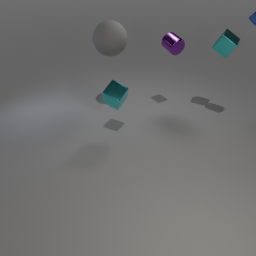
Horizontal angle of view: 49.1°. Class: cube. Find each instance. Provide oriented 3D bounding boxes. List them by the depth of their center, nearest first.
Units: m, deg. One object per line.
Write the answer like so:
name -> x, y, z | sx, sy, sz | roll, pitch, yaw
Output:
cube -> -0.471, -1.223, 10.416 | 0.700, 0.700, 0.700 | 29, 65, 9
cube -> 3.909, -3.366, 11.150 | 0.700, 0.700, 0.700 | 38, 48, 0

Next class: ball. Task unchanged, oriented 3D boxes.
ball -> -0.725, -3.608, 11.306 | 1.400, 1.400, 1.400 | 0, 30, 0

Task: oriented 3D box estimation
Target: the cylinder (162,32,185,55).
cylinder -> 1.845, -3.448, 11.451 | 0.700, 0.700, 0.700 | -17, 50, -26

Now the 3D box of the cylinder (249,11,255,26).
cylinder -> 4.540, -3.672, 9.338 | 0.700, 0.700, 0.700 | 49, 41, -1
